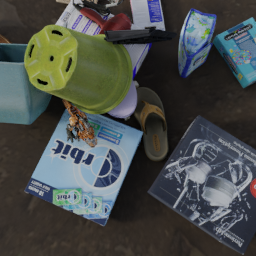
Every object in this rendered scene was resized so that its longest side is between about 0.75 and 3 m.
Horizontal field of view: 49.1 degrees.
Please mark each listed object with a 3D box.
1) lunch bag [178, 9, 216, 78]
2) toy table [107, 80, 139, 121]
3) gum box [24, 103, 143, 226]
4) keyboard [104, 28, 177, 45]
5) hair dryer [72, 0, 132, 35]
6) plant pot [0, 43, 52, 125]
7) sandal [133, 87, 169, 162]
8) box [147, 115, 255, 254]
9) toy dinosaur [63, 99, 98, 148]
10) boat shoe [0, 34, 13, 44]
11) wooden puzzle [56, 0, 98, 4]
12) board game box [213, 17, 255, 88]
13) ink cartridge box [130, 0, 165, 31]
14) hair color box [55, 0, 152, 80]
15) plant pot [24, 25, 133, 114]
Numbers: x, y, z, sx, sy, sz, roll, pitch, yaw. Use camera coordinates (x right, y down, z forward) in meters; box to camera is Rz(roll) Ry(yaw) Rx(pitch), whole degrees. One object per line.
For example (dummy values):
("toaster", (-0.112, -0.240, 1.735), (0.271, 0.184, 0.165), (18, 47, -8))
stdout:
("lunch bag", (2.078, -2.595, 8.888), (1.060, 1.414, 1.664), (20, 77, 8))
("toy table", (-0.457, -1.091, 8.673), (1.772, 1.129, 1.927), (-18, 78, -2))
("gum box", (-1.233, 1.022, 8.381), (2.479, 0.650, 2.918), (22, 74, 5))
("keyboard", (0.260, -2.367, 7.363), (1.630, 2.714, 0.348), (5, 106, 19))
("hair dryer", (-0.799, -3.219, 8.611), (1.893, 0.675, 2.486), (-2, 70, 15))
("plant pot", (-3.278, -1.227, 8.151), (1.946, 1.951, 1.987), (5, 119, 8))
("sandal", (0.742, -0.192, 8.713), (0.984, 0.662, 2.451), (-11, 77, -3))
("box", (2.394, 1.533, 7.905), (2.782, 1.448, 2.533), (32, 80, 7))
("toy dinosaur", (-1.311, -0.140, 7.738), (0.804, 1.068, 1.573), (-8, 70, -17))
("boat shoe", (-4.808, -3.000, 9.288), (2.385, 0.811, 0.858), (27, 78, 6))
("wooden puzzle", (-1.668, -4.892, 9.991), (1.404, 0.351, 1.516), (13, 72, 3))
("board game box", (4.008, -2.517, 9.358), (1.462, 0.454, 1.936), (-28, 78, -6))
("ink cartridge box", (0.645, -4.175, 9.789), (1.011, 0.396, 2.135), (-7, 75, -2))
("hair color box", (-0.850, -2.843, 9.181), (2.937, 0.952, 1.605), (27, 77, 4))
("plant pot", (-1.331, -1.534, 7.129), (2.289, 2.105, 2.289), (0, 90, 24))
